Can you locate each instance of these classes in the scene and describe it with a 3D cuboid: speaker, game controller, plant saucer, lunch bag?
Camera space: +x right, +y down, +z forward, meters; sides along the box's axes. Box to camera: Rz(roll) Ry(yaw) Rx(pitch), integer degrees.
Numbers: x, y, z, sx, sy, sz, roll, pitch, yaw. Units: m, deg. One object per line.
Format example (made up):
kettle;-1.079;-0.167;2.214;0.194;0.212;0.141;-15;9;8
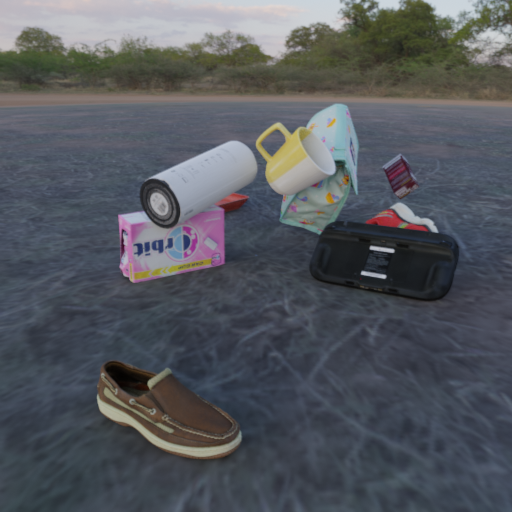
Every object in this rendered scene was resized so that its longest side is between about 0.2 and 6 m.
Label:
speaker;-1.000;-1.387;10.458;0.967;0.967;2.381;13;32;32
game controller;2.259;0.050;10.127;2.578;1.345;0.543;10;-22;27
plant saucer;-1.501;-1.428;15.101;1.919;0.352;1.915;19;27;40
lunch bag;1.512;-1.929;12.302;1.399;2.294;1.954;17;50;-8

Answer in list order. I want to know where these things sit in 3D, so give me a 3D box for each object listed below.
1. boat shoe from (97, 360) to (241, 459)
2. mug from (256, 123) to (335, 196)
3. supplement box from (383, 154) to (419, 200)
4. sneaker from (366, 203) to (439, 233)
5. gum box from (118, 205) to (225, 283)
boat shoe;-1.033;1.620;6.169;1.893;0.700;0.699;10;22;25
mug;0.704;-1.831;10.806;1.097;1.336;1.070;-35;-8;33
supplement box;3.511;-1.929;13.611;0.315;0.563;1.034;33;34;-36
sneaker;2.968;-0.220;11.316;1.124;1.020;2.648;-22;21;-3
gum box;-1.633;-0.286;10.722;2.024;1.149;0.669;-12;24;-30
